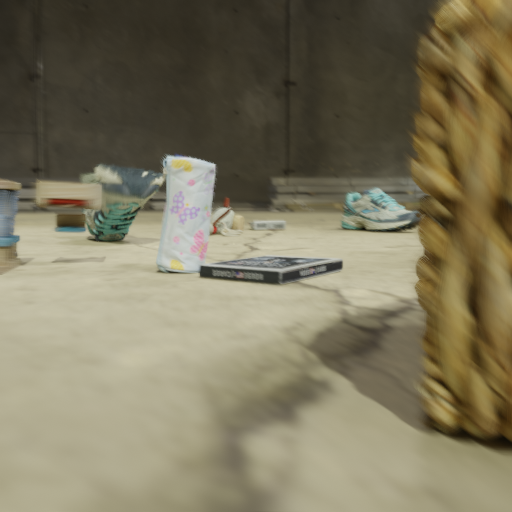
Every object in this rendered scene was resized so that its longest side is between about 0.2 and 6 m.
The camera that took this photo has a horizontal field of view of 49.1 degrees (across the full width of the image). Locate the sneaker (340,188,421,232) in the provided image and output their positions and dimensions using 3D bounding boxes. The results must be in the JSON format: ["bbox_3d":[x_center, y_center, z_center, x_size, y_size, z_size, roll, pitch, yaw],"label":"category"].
[{"bbox_3d":[3.343,-1.279,15.491,1.085,1.207,2.796,-4,7,-34],"label":"sneaker"}]

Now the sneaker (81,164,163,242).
[{"bbox_3d":[-2.713,-0.968,11.192,1.287,1.432,3.317,5,-2,-25],"label":"sneaker"}]

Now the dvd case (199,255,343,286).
[{"bbox_3d":[0.196,0.135,6.170,1.030,0.169,1.370,3,6,34],"label":"dvd case"}]

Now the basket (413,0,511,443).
[{"bbox_3d":[1.946,-0.287,2.135,1.847,1.770,2.480,3,7,41],"label":"basket"}]

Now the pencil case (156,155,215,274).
[{"bbox_3d":[-0.810,-0.463,6.379,0.556,1.338,0.607,12,11,38],"label":"pencil case"}]

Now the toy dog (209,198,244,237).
[{"bbox_3d":[-0.943,-0.987,13.937,1.263,0.923,1.916,0,5,0],"label":"toy dog"}]

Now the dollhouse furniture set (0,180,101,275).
[{"bbox_3d":[-2.662,-0.353,6.645,1.510,1.064,1.058,1,5,-12],"label":"dollhouse furniture set"}]

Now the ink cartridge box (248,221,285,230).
[{"bbox_3d":[0.279,-0.866,16.518,0.946,0.292,1.166,-2,-2,-11],"label":"ink cartridge box"}]
